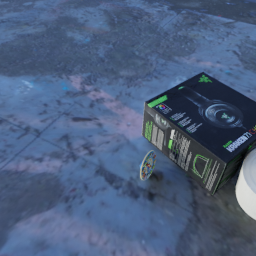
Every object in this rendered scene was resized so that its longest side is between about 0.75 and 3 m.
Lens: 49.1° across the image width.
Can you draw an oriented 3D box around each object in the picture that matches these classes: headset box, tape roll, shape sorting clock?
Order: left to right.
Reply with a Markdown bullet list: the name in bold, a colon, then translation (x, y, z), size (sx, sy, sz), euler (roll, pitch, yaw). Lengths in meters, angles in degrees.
- **shape sorting clock**: translation (0.546, 0.989, 7.371), size (0.162, 0.827, 0.827), euler (21, 48, 30)
- **headset box**: translation (2.198, -0.099, 8.046), size (2.596, 1.383, 2.982), euler (-29, 52, -28)
- **tape roll**: translation (3.452, 1.345, 6.623), size (1.598, 1.097, 1.598), euler (-5, 52, 7)
